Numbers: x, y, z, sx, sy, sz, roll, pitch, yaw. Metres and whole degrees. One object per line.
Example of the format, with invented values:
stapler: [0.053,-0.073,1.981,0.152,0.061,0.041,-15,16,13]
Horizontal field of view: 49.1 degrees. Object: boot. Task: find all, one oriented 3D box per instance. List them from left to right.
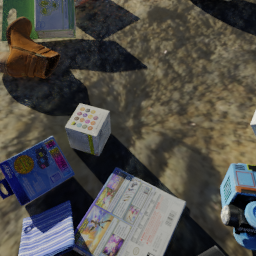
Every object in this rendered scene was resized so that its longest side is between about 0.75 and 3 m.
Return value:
boot: [-2.882,-2.401,8.523,1.741,0.829,2.250,10,64,10]

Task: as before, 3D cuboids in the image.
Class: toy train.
toy train: [3.000,1.517,5.251,2.509,1.088,1.434,6,46,5]

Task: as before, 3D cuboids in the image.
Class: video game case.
video game case: [0.031,1.842,5.347,1.600,0.401,1.765,25,55,14]

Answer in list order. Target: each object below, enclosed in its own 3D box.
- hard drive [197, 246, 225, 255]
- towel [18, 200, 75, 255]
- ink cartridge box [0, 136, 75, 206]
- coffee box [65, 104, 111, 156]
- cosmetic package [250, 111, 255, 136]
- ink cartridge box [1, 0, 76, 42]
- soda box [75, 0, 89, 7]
hard drive: [1.531,3.063,4.380,1.420,0.445,2.105,-21,54,-16]
towel: [-1.467,1.861,5.012,0.995,0.164,1.375,-22,22,-7]
ink cartridge box: [-1.966,0.931,5.780,1.418,0.541,0.967,-30,89,-20]
coffee box: [-0.908,0.038,6.568,0.778,0.787,0.786,16,53,12]
cosmetic package: [3.215,0.005,5.552,0.984,1.183,0.990,-4,41,46]
ink cartridge box: [-3.055,-3.897,9.449,2.519,0.604,1.833,-4,75,-5]
soda box: [-1.980,-5.260,10.823,0.665,0.715,2.091,37,60,25]
